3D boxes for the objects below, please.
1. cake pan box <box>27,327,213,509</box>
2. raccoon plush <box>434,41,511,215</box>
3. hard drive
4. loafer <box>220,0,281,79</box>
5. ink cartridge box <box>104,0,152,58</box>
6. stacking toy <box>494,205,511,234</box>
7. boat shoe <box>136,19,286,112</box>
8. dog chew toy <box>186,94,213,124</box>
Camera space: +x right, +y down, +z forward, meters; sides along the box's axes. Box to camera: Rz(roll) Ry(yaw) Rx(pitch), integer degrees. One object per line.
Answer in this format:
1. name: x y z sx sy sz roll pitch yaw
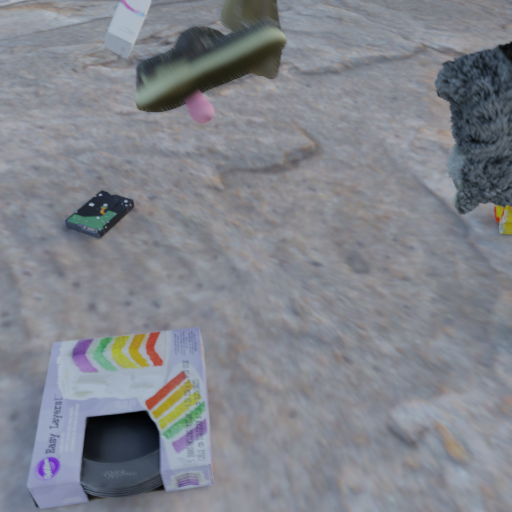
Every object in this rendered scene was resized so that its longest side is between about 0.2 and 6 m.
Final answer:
1. cake pan box: -1.640 1.975 7.082 2.066 0.587 2.243 -6 41 -3
2. raccoon plush: 3.109 -1.560 7.054 1.469 2.035 3.037 -4 3 12
3. hard drive: -2.933 -0.790 10.568 0.781 0.212 1.118 17 43 18
4. loafer: -0.167 -5.061 11.171 1.146 3.397 1.292 1 48 8
5. ink cartridge box: -1.781 -3.336 7.858 0.384 0.908 0.656 21 -6 -18
6. stacking toy: 5.693 0.164 9.060 2.859 0.891 3.792 3 43 6
7. boat shoe: -0.901 -3.185 8.955 2.888 0.949 1.032 -15 1 33
8. dog chew toy: -1.096 -2.806 10.327 0.444 0.444 0.713 -28 83 -29
